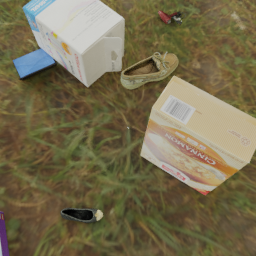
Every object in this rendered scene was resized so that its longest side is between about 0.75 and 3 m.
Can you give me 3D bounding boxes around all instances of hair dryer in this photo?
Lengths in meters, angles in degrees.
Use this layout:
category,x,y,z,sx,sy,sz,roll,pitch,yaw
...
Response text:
category,x,y,z,sx,sy,sz,roll,pitch,yaw
hair dryer,1.443,-3.755,9.483,0.920,0.250,0.701,20,52,3

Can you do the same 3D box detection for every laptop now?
category,x,y,z,sx,sy,sz,roll,pitch,yaw
laptop,-2.852,-1.997,8.485,1.171,1.251,0.725,-27,104,-10

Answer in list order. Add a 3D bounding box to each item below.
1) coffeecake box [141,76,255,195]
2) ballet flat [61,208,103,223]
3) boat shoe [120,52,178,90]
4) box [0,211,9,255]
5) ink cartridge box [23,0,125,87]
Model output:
category,x,y,z,sx,sy,sz,roll,pitch,yaw
coffeecake box,1.471,0.342,6.461,2.029,2.643,0.966,31,67,12
ballet flat,-1.161,2.185,7.010,1.067,0.303,0.355,1,68,0
boat shoe,0.689,-1.776,8.430,1.950,0.611,0.715,-29,71,-11
box,-3.594,3.291,6.483,1.580,0.452,2.310,-15,69,-6
ink cartridge box,-1.360,-2.669,8.185,2.632,1.692,1.648,41,73,15
